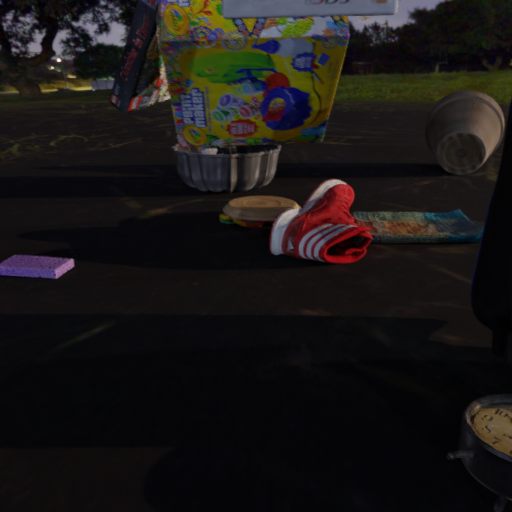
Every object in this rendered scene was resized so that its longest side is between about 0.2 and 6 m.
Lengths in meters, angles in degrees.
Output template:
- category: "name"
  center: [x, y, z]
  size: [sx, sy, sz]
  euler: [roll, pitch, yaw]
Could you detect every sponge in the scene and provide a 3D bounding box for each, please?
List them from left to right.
- category: "sponge"
  center: [-3.308, 0.157, 8.380]
  size: [0.974, 0.145, 0.543]
  euler: [3, 20, 9]

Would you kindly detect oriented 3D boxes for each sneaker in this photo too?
- category: "sneaker"
  center: [1.401, -0.469, 9.367]
  size: [1.426, 0.967, 2.468]
  euler: [21, 39, 27]

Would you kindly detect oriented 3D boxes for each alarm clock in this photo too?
- category: "alarm clock"
  center: [2.103, 1.413, 4.276]
  size: [0.923, 0.456, 1.369]
  euler: [16, 27, 40]

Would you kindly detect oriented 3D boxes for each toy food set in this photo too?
- category: "toy food set"
  center: [0.124, -0.854, 10.930]
  size: [1.581, 0.385, 1.565]
  euler: [-17, 25, -39]

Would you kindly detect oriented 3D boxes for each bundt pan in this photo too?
- category: "bundt pan"
  center: [-0.735, -2.241, 13.983]
  size: [2.716, 1.019, 2.716]
  euler: [1, 20, 0]

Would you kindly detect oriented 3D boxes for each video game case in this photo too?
- category: "video game case"
  center: [0.300, -1.984, 3.181]
  size: [1.057, 1.159, 0.128]
  euler: [2, 23, 8]

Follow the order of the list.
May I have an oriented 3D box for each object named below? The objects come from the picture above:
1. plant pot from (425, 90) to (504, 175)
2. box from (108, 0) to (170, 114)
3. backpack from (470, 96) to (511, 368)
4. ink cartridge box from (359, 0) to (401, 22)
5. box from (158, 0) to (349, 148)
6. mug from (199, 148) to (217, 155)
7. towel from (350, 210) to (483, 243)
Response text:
- category: "plant pot"
  center: [5.848, -3.307, 15.844]
  size: [2.204, 2.204, 1.912]
  euler: [7, 36, 18]
- category: "box"
  center: [-1.788, -3.886, 10.448]
  size: [0.441, 2.342, 1.599]
  euler: [38, 39, 7]
- category: "backpack"
  center: [4.049, -0.357, 5.315]
  size: [3.429, 3.138, 2.520]
  euler: [5, 19, 6]
- category: "ink cartridge box"
  center: [2.014, -4.504, 9.565]
  size: [0.791, 0.782, 0.186]
  euler: [-25, 54, 21]
- category: "box"
  center: [-0.102, -3.266, 9.232]
  size: [2.679, 1.697, 2.781]
  euler: [-3, -20, -2]
- category: "mug"
  center: [-1.094, -2.509, 14.524]
  size: [0.724, 0.610, 0.826]
  euler: [6, -2, -18]
- category: "towel"
  center: [2.942, -0.559, 10.308]
  size: [2.232, 0.242, 1.637]
  euler: [0, 18, 0]
